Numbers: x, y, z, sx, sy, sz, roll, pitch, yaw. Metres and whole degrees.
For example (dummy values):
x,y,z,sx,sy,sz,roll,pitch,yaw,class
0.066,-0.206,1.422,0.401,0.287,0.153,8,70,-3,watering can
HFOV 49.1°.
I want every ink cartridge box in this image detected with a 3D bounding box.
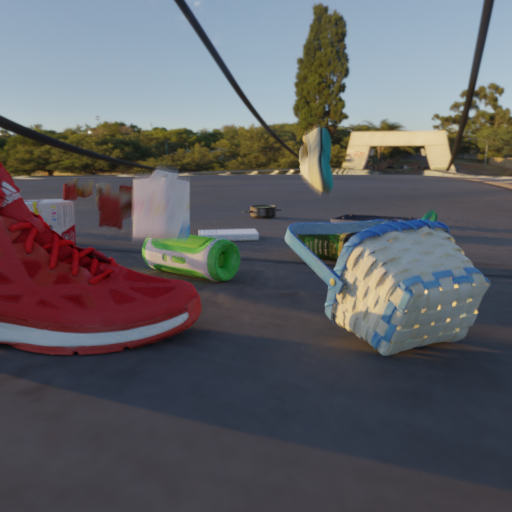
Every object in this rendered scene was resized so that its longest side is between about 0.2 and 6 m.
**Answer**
x,y,z,sx,sy,sz,roll,pitch,yaw,class
-4.527,-0.643,11.493,1.338,0.972,0.968,-7,13,-34,ink cartridge box
-1.384,-0.749,8.214,0.598,0.955,0.614,-1,-1,27,ink cartridge box

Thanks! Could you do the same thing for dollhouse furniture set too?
x,y,z,sx,sy,sz,roll,pitch,yaw,class
-3.213,-1.074,11.317,1.595,0.649,0.859,11,22,16,dollhouse furniture set

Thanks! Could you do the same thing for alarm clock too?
x,y,z,sx,sy,sz,roll,pitch,yaw,class
0.109,-1.319,16.798,1.137,0.378,0.767,-3,11,-25,alarm clock

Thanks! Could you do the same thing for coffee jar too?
x,y,z,sx,sy,sz,roll,pitch,yaw,class
1.418,-0.198,10.239,1.306,0.557,0.681,9,14,41,coffee jar

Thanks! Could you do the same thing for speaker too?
x,y,z,sx,sy,sz,roll,pitch,yaw,class
-1.059,-0.012,8.904,1.630,0.721,0.721,8,13,38,speaker

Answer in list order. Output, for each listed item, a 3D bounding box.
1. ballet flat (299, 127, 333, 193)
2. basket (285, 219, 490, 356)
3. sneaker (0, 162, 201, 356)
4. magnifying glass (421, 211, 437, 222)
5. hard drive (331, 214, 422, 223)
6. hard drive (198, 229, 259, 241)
x,y,z,sx,sy,sz,roll,pitch,yaw,class
1.046,-1.630,9.930,0.562,0.608,1.802,-18,36,21,ballet flat
1.335,0.154,5.952,1.593,1.257,1.807,-5,41,-26,basket
-2.186,-0.033,5.809,3.200,1.849,1.254,-1,11,-8,sneaker
3.187,-0.520,10.243,0.122,0.432,1.086,43,7,28,magnifying glass
2.921,-0.729,13.491,1.977,0.418,1.334,5,12,26,hard drive
-0.644,-0.472,12.773,1.326,0.174,0.874,-1,11,-6,hard drive
